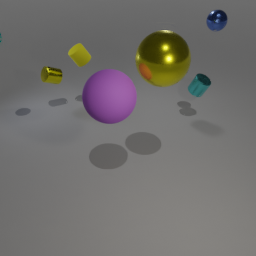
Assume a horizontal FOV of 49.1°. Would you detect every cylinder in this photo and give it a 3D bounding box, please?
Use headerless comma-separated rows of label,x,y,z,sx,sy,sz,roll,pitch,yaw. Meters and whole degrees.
cylinder,2.911,-1.738,11.429,0.700,0.700,0.700,13,49,-16
cylinder,-2.027,-3.059,11.769,0.700,0.700,0.700,-23,41,22
cylinder,-3.341,-2.300,12.254,0.700,0.700,0.700,2,22,-44

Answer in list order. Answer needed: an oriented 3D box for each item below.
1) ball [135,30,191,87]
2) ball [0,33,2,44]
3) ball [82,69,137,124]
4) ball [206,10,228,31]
ball,0.883,-1.739,7.099,1.400,1.400,1.400,0,31,0
ball,-4.583,-3.031,9.348,0.700,0.700,0.700,0,31,0
ball,-0.474,-0.804,7.214,1.400,1.400,1.400,0,31,0
ball,3.048,-3.685,9.608,0.700,0.700,0.700,0,31,0
